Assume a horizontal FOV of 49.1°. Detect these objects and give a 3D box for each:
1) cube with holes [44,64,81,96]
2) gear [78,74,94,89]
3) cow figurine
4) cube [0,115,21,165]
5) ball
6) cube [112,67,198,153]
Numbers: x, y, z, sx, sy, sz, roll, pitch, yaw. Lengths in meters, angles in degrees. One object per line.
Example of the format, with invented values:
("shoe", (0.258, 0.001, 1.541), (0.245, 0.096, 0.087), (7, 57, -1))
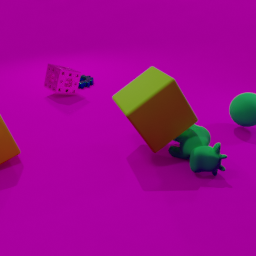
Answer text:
("cube with holes", (-2.392, -1.753, 10.180), (0.875, 0.875, 0.875), (0, 21, -46))
("gear", (-1.979, -1.897, 11.394), (1.147, 0.212, 1.147), (0, 29, 0))
("cow figurine", (1.694, 0.451, 6.597), (1.472, 0.821, 1.496), (15, 30, 31))
("cube", (-3.368, 0.197, 6.370), (1.157, 1.157, 1.157), (-31, 39, -23))
("ball", (3.309, -0.502, 7.761), (0.946, 0.946, 0.946), (0, 29, 0))
("cube", (0.596, -0.454, 6.518), (1.254, 1.254, 1.254), (-37, 30, 1))
